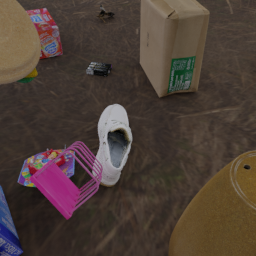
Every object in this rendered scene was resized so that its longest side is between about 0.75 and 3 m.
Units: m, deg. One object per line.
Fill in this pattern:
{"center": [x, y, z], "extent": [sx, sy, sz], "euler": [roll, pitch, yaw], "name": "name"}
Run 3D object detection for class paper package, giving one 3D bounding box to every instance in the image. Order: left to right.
{"center": [1.318, -2.767, 8.946], "extent": [1.380, 2.667, 2.542], "euler": [-9, 43, -9], "name": "paper package"}

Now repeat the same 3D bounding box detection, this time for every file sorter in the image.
{"center": [-1.018, 0.844, 5.199], "extent": [0.835, 0.925, 1.331], "euler": [-40, 6, 1], "name": "file sorter"}

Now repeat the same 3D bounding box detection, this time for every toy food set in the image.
{"center": [-2.725, -1.715, 4.854], "extent": [2.487, 0.605, 2.461], "euler": [-13, 73, -48], "name": "toy food set"}

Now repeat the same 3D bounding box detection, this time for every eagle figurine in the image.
{"center": [-1.141, -5.532, 13.464], "extent": [0.731, 0.735, 0.969], "euler": [3, 44, 34], "name": "eagle figurine"}

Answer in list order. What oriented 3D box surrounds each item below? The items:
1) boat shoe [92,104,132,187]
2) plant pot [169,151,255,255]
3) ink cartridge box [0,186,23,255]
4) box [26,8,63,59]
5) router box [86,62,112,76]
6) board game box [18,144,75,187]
{"center": [-0.247, 0.214, 6.882], "extent": [0.865, 0.846, 2.442], "euler": [21, 45, -20], "name": "boat shoe"}
{"center": [1.904, 1.569, 4.470], "extent": [2.273, 2.439, 2.273], "euler": [0, 42, 0], "name": "plant pot"}
{"center": [-2.728, 1.648, 5.077], "extent": [0.797, 1.424, 2.087], "euler": [-29, 50, -13], "name": "ink cartridge box"}
{"center": [-3.469, -3.816, 11.210], "extent": [1.082, 1.130, 2.267], "euler": [-17, 45, -17], "name": "box"}
{"center": [-1.035, -2.123, 10.070], "extent": [0.788, 0.201, 0.588], "euler": [10, 44, 10], "name": "router box"}
{"center": [-1.869, 0.768, 6.451], "extent": [1.224, 0.302, 1.549], "euler": [-8, 25, -6], "name": "board game box"}
